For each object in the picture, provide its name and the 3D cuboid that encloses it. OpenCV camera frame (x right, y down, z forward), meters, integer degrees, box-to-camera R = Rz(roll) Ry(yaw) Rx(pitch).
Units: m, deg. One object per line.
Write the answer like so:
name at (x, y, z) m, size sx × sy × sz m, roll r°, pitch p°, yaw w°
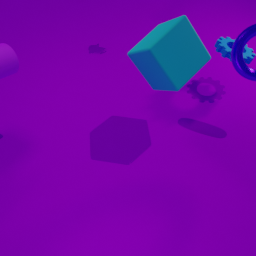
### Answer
gear at (3.476, -2.530, 9.122) m, size 1.287 × 0.238 × 1.287 m, roll 10°, pitch 44°, yaw -10°
cylinder at (-3.324, -1.635, 7.033) m, size 0.802 × 0.802 × 0.802 m, roll 28°, pitch 41°, yaw 20°
cube at (0.995, -1.796, 6.973) m, size 1.248 × 1.248 × 1.248 m, roll -44°, pitch 22°, yaw -11°
ring at (3.521, -1.980, 7.365) m, size 1.530 × 1.530 × 0.306 m, roll 17°, pitch 26°, yaw 13°
